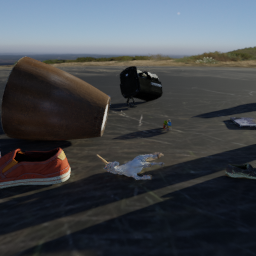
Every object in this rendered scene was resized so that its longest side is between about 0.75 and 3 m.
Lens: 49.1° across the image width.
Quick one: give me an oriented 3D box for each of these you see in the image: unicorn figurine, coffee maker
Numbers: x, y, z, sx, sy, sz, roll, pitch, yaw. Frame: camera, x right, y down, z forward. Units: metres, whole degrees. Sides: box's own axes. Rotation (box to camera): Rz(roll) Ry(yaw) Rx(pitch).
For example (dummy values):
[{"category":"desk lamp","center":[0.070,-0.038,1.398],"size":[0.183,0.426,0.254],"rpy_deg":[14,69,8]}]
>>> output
[{"category":"unicorn figurine","center":[0.163,0.882,6.563],"size":[1.047,0.563,1.525],"rpy_deg":[-1,-2,34]},{"category":"coffee maker","center":[0.692,-2.016,14.866],"size":[1.470,2.096,2.182],"rpy_deg":[13,5,41]}]

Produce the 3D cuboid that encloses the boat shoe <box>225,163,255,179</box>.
[{"category":"boat shoe","center":[2.744,0.974,6.459],"size":[0.960,0.315,0.343],"rpy_deg":[1,16,2]}]

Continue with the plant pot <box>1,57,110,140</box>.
[{"category":"plant pot","center":[-2.050,-0.652,8.900],"size":[2.786,2.603,2.603],"rpy_deg":[13,16,-1]}]

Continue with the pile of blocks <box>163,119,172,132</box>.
[{"category":"pile of blocks","center":[1.411,-0.111,10.211],"size":[0.277,0.366,0.892],"rpy_deg":[0,16,0]}]

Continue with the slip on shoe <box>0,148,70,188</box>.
[{"category":"slip on shoe","center":[-2.547,0.835,6.165],"size":[2.481,0.759,0.919],"rpy_deg":[-3,18,-6]}]

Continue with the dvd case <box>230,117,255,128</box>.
[{"category":"dvd case","center":[4.742,-0.232,11.121],"size":[0.966,0.104,1.299],"rpy_deg":[1,16,3]}]
